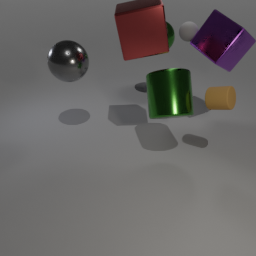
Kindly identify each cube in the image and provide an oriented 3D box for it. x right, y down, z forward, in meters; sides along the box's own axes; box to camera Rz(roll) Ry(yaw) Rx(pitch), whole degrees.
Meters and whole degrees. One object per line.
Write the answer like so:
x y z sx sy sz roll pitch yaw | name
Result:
3.399 -3.093 10.069 1.400 1.400 1.400 4 39 -50 | cube
0.428 -3.085 8.617 1.400 1.400 1.400 -9 34 7 | cube

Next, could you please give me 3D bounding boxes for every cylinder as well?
1.308 -1.033 8.806 1.400 1.400 1.400 -4 -1 0 | cylinder
2.786 -0.898 8.432 0.700 0.700 0.700 4 25 41 | cylinder

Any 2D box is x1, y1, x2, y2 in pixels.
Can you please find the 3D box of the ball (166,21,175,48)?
1.381 -4.067 12.469 1.400 1.400 1.400 0 30 0 | ball

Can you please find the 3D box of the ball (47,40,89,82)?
-2.035 -2.272 9.574 1.400 1.400 1.400 0 30 0 | ball

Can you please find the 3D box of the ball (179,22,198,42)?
2.224 -3.534 10.280 0.700 0.700 0.700 0 30 0 | ball
